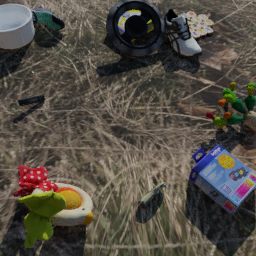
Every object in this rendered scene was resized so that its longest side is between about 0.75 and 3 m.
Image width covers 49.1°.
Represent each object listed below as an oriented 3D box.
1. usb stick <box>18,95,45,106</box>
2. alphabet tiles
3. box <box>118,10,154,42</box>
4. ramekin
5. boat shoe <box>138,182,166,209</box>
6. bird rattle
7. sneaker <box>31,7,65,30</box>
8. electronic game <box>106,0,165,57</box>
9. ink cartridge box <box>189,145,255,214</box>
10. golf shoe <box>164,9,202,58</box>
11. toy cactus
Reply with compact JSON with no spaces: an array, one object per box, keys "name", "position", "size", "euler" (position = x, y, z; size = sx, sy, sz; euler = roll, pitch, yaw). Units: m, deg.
[{"name":"usb stick","position":[-3.773,-1.086,10.983],"size":[1.024,0.167,0.284],"euler":[-18,86,-30]},{"name":"alphabet tiles","position":[3.287,-5.210,14.137],"size":[1.968,0.144,1.925],"euler":[-23,59,-16]},{"name":"box","position":[0.466,-5.277,13.903],"size":[2.599,0.629,1.525],"euler":[-36,63,-24]},{"name":"ramekin","position":[-5.548,-4.759,13.223],"size":[2.249,1.096,2.249],"euler":[0,54,0]},{"name":"boat shoe","position":[0.796,2.116,8.746],"size":[1.080,0.386,0.355],"euler":[-34,71,-21]},{"name":"bird rattle","position":[-2.150,2.147,8.035],"size":[2.226,2.731,1.538],"euler":[13,96,-21]},{"name":"sneaker","position":[-3.920,-5.647,14.067],"size":[2.226,0.828,0.975],"euler":[25,53,18]},{"name":"electronic game","position":[0.367,-4.585,12.760],"size":[2.751,0.572,2.751],"euler":[1,85,-10]},{"name":"ink cartridge box","position":[2.932,1.499,8.942],"size":[1.378,0.771,2.019],"euler":[-37,60,-24]},{"name":"golf shoe","position":[2.399,-4.317,12.792],"size":[1.085,1.319,2.791],"euler":[-26,60,-19]},{"name":"toy cactus","position":[4.151,-0.609,10.424],"size":[2.396,1.225,1.977],"euler":[-39,82,-27]}]
